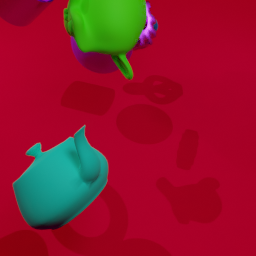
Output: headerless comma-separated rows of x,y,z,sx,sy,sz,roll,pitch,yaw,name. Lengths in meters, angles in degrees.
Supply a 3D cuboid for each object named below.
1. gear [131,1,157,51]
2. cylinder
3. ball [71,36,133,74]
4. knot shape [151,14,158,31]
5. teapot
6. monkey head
0.067,-2.049,5.075,0.231,1.251,1.251,-14,40,38,gear
-2.430,-3.145,6.489,1.140,1.140,1.140,-20,38,39,cylinder
-0.556,-1.915,6.222,1.396,1.396,1.396,0,51,0,ball
-0.061,-2.955,7.017,1.774,1.660,0.820,-2,58,-10,knot shape
-0.905,0.616,3.691,1.017,2.078,1.292,51,44,-6,teapot
-0.339,-1.550,3.876,1.045,1.735,1.248,-3,9,-22,monkey head
